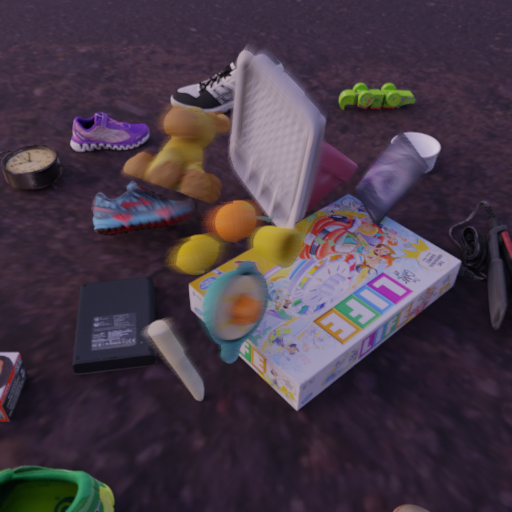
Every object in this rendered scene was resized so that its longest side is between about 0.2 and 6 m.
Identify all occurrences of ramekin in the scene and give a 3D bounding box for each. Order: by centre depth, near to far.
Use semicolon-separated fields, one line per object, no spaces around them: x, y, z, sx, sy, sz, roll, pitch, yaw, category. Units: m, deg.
3.092;-1.994;10.996;0.933;0.455;0.933;0;41;0;ramekin

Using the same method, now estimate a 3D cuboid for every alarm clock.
-4.343;-1.712;10.644;1.525;0.508;1.029;27;49;24;alarm clock

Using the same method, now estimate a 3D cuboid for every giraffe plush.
-1.176;-1.818;9.425;1.581;1.486;1.832;19;4;-5;giraffe plush

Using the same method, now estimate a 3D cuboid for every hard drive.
-1.965;0.924;7.868;1.065;0.251;1.525;-6;42;-7;hard drive

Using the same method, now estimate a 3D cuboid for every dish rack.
0.311;-1.631;8.076;0.486;2.232;1.915;-22;58;-21;dish rack

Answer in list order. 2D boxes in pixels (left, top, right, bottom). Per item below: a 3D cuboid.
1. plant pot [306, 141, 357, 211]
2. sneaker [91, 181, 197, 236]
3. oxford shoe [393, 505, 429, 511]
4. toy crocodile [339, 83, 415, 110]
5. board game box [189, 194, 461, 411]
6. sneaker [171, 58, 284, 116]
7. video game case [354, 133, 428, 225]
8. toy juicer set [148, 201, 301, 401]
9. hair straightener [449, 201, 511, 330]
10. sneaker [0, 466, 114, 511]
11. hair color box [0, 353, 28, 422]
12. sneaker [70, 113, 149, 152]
0.866;-1.386;9.227;1.200;1.074;1.200;33;15;-10;plant pot
-1.855;-0.875;9.284;1.730;0.686;0.826;-10;86;-13;sneaker
2.119;3.016;5.130;0.722;0.766;2.048;-31;50;-30;oxford shoe
2.761;-3.586;12.795;1.759;0.543;0.594;-3;39;-10;toy crocodile
1.028;0.436;8.158;3.329;0.570;2.238;-30;51;-30;board game box
-0.633;-3.895;12.616;2.647;1.160;1.001;-8;44;-7;sneaker
2.048;-1.184;8.637;0.113;1.195;0.854;12;40;-31;video game case
-0.387;0.501;6.562;0.666;1.557;2.448;20;77;39;toy juicer set
3.537;0.016;8.637;1.097;0.583;2.851;5;42;6;hair straightener
-2.660;2.496;5.547;2.374;0.992;0.879;-9;43;-9;sneaker
-3.737;1.616;6.934;1.512;0.463;0.767;0;41;-1;hair color box
-3.020;-2.588;11.477;1.613;0.713;0.649;-7;41;-9;sneaker
